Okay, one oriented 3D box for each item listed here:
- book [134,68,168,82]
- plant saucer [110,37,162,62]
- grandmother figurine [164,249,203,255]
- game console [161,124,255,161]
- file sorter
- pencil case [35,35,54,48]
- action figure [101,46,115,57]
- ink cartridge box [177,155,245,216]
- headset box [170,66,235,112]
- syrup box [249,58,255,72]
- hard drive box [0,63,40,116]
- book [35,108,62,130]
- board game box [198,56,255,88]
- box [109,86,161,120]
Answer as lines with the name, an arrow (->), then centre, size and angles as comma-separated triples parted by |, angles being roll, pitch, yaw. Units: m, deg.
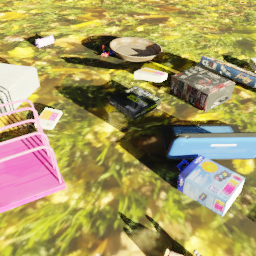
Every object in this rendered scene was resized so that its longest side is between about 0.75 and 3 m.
book -> 0.901, -1.973, 10.488 | 0.987, 0.355, 1.478 | 12, 18, 15
plant saucer -> 0.385, -3.876, 13.920 | 2.582, 0.414, 2.582 | 3, 38, -3
grandmother figurine -> 1.276, 2.774, 5.506 | 1.186, 0.359, 0.719 | 19, 69, 18
game console -> 2.374, 0.101, 8.069 | 2.591, 2.211, 1.533 | -1, 64, -1
file sorter -> -2.942, 0.545, 7.369 | 1.726, 1.558, 2.484 | -18, 41, -21
pencil case -> -4.486, -4.664, 15.039 | 0.443, 0.451, 1.056 | 26, 43, 35
action figure -> -0.909, -3.898, 14.026 | 1.043, 0.516, 0.340 | -28, 45, -28
ink cartridge box -> 1.977, 1.357, 7.131 | 1.550, 0.592, 1.057 | 27, 45, 33
headset box -> 2.869, -1.508, 10.668 | 1.527, 0.770, 2.054 | -26, 45, -30
syrup box -> 5.862, -2.886, 12.824 | 0.326, 0.338, 0.829 | -1, 37, -1
hard drive box -> -4.753, -1.539, 10.617 | 1.785, 0.879, 2.290 | 9, 39, 12
book -> -2.711, -0.320, 9.609 | 0.614, 0.221, 0.918 | 9, 39, 7
board game box -> 4.238, -2.299, 11.389 | 2.354, 0.407, 1.594 | 31, 25, 27
box -> 0.253, -0.973, 10.341 | 1.369, 0.337, 1.418 | -27, 45, -32
